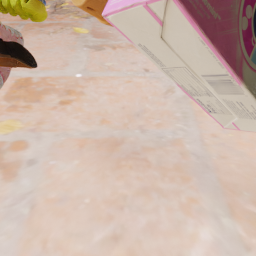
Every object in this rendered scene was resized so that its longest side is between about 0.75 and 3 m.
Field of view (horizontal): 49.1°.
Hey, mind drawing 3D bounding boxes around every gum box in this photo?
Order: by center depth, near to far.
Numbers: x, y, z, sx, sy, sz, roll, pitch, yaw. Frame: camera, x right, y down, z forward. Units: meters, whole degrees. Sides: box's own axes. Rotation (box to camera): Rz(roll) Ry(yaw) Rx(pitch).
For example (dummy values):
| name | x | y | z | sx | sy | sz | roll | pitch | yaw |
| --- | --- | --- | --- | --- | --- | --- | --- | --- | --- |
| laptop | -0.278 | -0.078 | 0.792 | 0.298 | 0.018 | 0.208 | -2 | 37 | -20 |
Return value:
| name | x | y | z | sx | sy | sz | roll | pitch | yaw |
| --- | --- | --- | --- | --- | --- | --- | --- | --- | --- |
| gum box | 1.161 | -1.090 | 3.167 | 0.868 | 2.625 | 1.490 | 10 | 72 | 49 |

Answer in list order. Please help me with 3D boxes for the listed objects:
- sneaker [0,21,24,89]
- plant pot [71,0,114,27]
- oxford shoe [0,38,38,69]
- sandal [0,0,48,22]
| name | x | y | z | sx | sy | sz | roll | pitch | yaw |
| --- | --- | --- | --- | --- | --- | --- | --- | --- | --- |
| sneaker | -2.914 | -2.015 | 5.800 | 0.963 | 2.557 | 1.337 | 18 | 57 | 2 |
| plant pot | -0.431 | -2.329 | 4.606 | 0.810 | 1.157 | 1.157 | -4 | 30 | -41 |
| oxford shoe | -1.989 | -1.186 | 4.680 | 0.423 | 0.423 | 1.186 | -28 | -10 | 18 |
| sandal | -2.487 | -2.724 | 5.414 | 2.046 | 0.891 | 0.813 | 13 | -4 | -5 |
